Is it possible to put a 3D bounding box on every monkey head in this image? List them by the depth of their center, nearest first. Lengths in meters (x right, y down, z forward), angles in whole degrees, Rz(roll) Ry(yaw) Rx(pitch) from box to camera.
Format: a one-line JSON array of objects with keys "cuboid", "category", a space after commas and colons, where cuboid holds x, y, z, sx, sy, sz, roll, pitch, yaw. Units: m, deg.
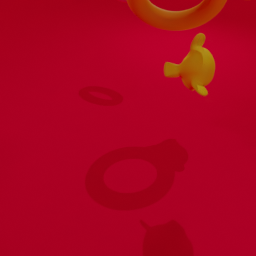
[{"cuboid": [1.379, -1.333, 6.195, 1.012, 0.848, 1.407, 3, 80, -16], "category": "monkey head"}]

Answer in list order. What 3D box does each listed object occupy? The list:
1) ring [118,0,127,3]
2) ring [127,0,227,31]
[{"cuboid": [-0.079, -4.322, 7.815, 1.545, 1.545, 0.309, 19, 42, 22], "category": "ring"}, {"cuboid": [0.897, -2.540, 5.263, 1.934, 1.934, 0.387, 5, 71, 6], "category": "ring"}]
